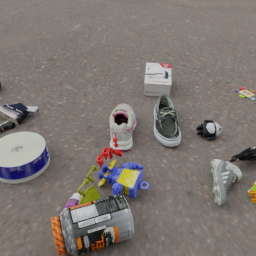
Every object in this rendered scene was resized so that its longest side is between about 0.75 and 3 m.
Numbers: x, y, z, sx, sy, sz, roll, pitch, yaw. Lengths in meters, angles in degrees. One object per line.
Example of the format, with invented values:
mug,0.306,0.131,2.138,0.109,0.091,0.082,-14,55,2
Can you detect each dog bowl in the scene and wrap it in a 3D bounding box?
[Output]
dog bowl,-3.781,0.986,9.794,1.941,0.765,1.941,0,36,0

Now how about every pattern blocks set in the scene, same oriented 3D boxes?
pattern blocks set,5.994,-1.738,14.128,1.042,0.096,1.186,-29,45,-34

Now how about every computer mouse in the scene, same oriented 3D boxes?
computer mouse,4.288,0.861,9.754,1.481,1.026,0.390,4,61,-35

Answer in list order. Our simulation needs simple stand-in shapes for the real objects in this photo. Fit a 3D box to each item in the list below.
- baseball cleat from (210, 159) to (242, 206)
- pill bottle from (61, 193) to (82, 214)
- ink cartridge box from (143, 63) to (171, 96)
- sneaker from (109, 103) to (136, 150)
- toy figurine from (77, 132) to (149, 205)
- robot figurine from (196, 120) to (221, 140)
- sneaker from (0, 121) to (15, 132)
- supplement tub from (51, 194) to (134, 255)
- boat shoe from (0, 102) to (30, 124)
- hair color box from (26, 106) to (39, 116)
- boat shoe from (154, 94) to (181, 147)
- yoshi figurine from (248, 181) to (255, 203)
baseball cleat,3.172,1.669,8.929,1.033,0.677,1.940,5,37,7
pill bottle,-1.598,2.330,8.186,0.476,0.476,0.847,8,37,11
ink cartridge box,1.523,-2.489,14.325,1.338,0.776,1.854,4,47,4
sneaker,-0.177,-0.337,11.260,1.086,1.178,2.670,0,36,0
toy figurine,-0.182,1.584,8.508,1.646,1.449,2.747,18,41,13
robot figurine,3.241,0.074,11.197,0.942,0.708,0.588,-1,15,-2
sneaker,-5.032,-0.042,11.614,0.402,0.287,0.811,8,32,19
supplement tub,-0.924,2.533,7.295,1.958,1.200,1.200,-13,38,-15
boat shoe,-5.116,-0.819,12.283,1.746,0.652,0.810,26,60,19
hair color box,-4.522,-0.770,12.652,0.853,0.259,0.422,2,36,5
boat shoe,1.516,-0.418,11.505,1.030,1.014,2.859,-3,37,-5
yoshi figurine,4.185,1.910,8.779,0.549,0.551,0.981,37,45,19
